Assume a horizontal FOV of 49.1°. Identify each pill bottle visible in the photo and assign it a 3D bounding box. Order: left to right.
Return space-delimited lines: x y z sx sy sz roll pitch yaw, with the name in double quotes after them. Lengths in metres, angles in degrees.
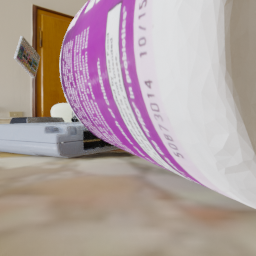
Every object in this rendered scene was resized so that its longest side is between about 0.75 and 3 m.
0.252 -0.410 1.801 1.243 1.243 2.214 -1 6 -24 "pill bottle"

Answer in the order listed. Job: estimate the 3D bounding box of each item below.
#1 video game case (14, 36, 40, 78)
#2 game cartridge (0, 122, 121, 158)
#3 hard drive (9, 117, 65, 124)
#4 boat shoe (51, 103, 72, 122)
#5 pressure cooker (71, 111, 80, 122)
-2.400 -1.687 6.715 0.089 0.683 0.750 -5 -29 16 "video game case"
-0.585 0.079 3.160 1.106 0.336 1.659 6 5 32 "game cartridge"
-2.973 -0.202 9.303 1.068 0.335 1.583 2 3 34 "hard drive"
-1.963 -0.516 11.276 2.426 0.867 0.725 7 5 21 "boat shoe"
-1.301 -0.451 9.001 0.893 0.879 0.999 19 8 11 "pressure cooker"
